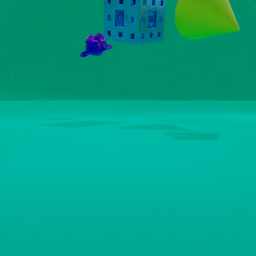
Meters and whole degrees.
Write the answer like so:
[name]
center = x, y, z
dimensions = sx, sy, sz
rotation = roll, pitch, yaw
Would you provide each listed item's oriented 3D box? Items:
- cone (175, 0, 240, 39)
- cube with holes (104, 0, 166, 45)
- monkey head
[cone]
center = 2.372, -2.852, 7.355
dimensions = 1.658, 1.658, 1.664
rotation = -3, 38, -27
[cube with holes]
center = 0.208, -3.420, 8.721
dimensions = 1.355, 1.355, 1.355
rotation = 20, 30, 34
[monkey head]
center = -1.157, -3.093, 10.840
dimensions = 1.401, 1.008, 0.844
rotation = -23, -29, -19
